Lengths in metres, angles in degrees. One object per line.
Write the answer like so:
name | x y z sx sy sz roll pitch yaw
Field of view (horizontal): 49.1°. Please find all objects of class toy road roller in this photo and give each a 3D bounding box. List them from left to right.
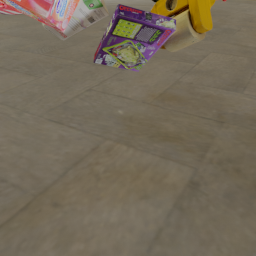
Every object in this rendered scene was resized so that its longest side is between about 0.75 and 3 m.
toy road roller | 1.749 -3.489 8.090 1.816 2.488 1.529 -4 -5 -43

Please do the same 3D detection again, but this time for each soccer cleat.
soccer cleat | -3.525 -3.124 6.540 2.798 0.954 1.024 8 37 -5

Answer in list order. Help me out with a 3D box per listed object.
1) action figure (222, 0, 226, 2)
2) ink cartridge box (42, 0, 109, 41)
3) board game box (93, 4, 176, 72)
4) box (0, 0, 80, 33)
action figure | 2.546 -4.479 8.524 1.492 0.738 0.487 34 49 -10
ink cartridge box | -1.720 -3.723 8.879 1.856 0.779 1.344 -25 -8 12
board game box | 0.059 -2.340 7.762 1.530 0.412 2.548 12 -17 -17
box | -1.375 -1.948 3.943 1.222 0.627 0.578 29 4 11
